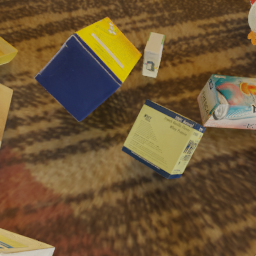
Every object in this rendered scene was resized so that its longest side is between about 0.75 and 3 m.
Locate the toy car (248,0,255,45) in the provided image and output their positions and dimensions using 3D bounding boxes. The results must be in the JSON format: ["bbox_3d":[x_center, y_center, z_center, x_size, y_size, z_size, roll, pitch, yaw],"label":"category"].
[{"bbox_3d":[4.125,-3.441,8.105,2.262,2.170,2.454,36,88,-16],"label":"toy car"}]

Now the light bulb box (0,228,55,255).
[{"bbox_3d":[-2.763,2.191,4.170,2.459,2.481,1.548,15,70,6],"label":"light bulb box"}]

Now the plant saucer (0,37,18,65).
[{"bbox_3d":[-4.182,-2.079,7.937,1.606,0.389,1.606,-31,53,-31],"label":"plant saucer"}]

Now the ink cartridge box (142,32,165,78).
[{"bbox_3d":[0.700,-2.010,7.785,0.437,0.998,0.725,14,61,5],"label":"ink cartridge box"}]

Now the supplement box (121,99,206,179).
[{"bbox_3d":[0.779,0.243,6.099,1.262,0.847,1.261,29,96,27],"label":"supplement box"}]

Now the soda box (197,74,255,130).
[{"bbox_3d":[3.138,-0.538,6.613,2.754,0.942,0.876,3,58,-10],"label":"soda box"}]

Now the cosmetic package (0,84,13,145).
[{"bbox_3d":[-3.340,-0.224,6.235,1.095,0.740,2.081,25,35,-33],"label":"cosmetic package"}]

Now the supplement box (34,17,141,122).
[{"bbox_3d":[-0.768,-1.456,6.428,1.318,1.310,2.407,46,28,-13],"label":"supplement box"}]
